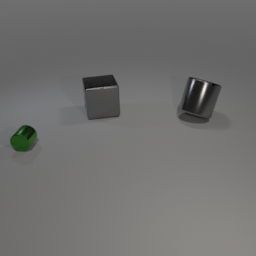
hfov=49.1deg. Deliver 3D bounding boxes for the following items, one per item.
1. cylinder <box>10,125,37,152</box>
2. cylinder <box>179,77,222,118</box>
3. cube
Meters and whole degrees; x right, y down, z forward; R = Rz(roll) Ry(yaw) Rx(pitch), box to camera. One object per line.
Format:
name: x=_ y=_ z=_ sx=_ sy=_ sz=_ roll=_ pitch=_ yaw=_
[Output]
cylinder: x=-3.668 y=0.358 z=9.874 sx=0.700 sy=0.700 sz=0.700 roll=3 pitch=30 yaw=6
cylinder: x=2.977 y=-1.267 z=11.617 sx=1.400 sy=1.400 sz=1.400 roll=15 pitch=12 yaw=-3
cube: x=-1.166 y=-1.364 z=12.120 sx=1.400 sy=1.400 sz=1.400 roll=-8 pitch=31 yaw=-10
